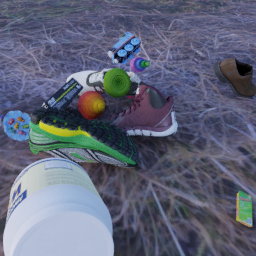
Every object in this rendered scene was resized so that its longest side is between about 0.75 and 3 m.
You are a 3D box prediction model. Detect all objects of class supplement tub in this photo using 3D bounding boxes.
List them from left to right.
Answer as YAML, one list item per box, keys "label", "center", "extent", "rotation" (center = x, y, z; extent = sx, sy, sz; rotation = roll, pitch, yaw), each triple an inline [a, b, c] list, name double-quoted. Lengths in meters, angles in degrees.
- label: "supplement tub"
  center: [-1.241, 1.601, 4.943]
  extent: [1.682, 1.682, 2.320]
  rotation: [-13, 14, -16]

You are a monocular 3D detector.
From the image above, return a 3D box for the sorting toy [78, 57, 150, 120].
- label: "sorting toy"
  center: [-0.294, -1.272, 8.568]
  extent: [2.712, 0.940, 0.934]
  rotation: [-44, 23, -15]

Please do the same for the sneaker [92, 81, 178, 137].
- label: "sneaker"
  center: [0.067, -0.566, 8.163]
  extent: [2.710, 1.565, 1.025]
  rotation: [-2, 16, 3]

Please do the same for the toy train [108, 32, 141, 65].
- label: "toy train"
  center: [-0.142, -2.966, 10.518]
  extent: [0.813, 0.617, 1.423]
  rotation: [34, 66, 22]

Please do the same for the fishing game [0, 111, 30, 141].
- label: "fishing game"
  center: [-3.156, -0.046, 8.064]
  extent: [1.319, 0.944, 0.205]
  rotation: [22, 19, -7]

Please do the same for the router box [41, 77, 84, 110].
- label: "router box"
  center: [-2.238, -0.717, 8.823]
  extent: [0.523, 1.262, 1.684]
  rotation: [42, 42, -10]

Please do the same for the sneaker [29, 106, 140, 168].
- label: "sneaker"
  center: [-1.115, 0.449, 7.405]
  extent: [2.996, 1.276, 1.169]
  rotation: [19, 27, -7]

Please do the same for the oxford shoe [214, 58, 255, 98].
- label: "oxford shoe"
  center: [4.002, -1.696, 9.723]
  extent: [2.250, 0.950, 0.818]
  rotation: [23, 60, -37]

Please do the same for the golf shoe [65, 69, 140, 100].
- label: "golf shoe"
  center: [-0.926, -1.726, 9.932]
  extent: [2.802, 1.234, 1.082]
  rotation: [2, 73, 6]

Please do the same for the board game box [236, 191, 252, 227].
- label: "board game box"
  center: [2.631, 1.809, 6.331]
  extent: [0.360, 0.113, 0.754]
  rotation: [27, 51, -6]
